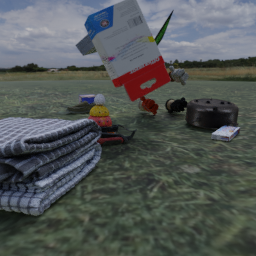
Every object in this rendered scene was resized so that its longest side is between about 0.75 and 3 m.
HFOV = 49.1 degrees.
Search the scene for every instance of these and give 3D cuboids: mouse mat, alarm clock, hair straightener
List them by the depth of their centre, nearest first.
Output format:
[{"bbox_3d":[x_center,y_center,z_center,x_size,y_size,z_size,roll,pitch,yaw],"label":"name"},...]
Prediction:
[{"bbox_3d":[-0.797,0.083,8.283,2.280,0.466,0.877,-6,54,-25],"label":"hair straightener"},{"bbox_3d":[3.339,-0.706,11.321,1.969,0.972,2.919,4,15,8],"label":"alarm clock"},{"bbox_3d":[1.249,-3.767,12.329,0.093,2.462,1.981,29,-16,2],"label":"mouse mat"}]

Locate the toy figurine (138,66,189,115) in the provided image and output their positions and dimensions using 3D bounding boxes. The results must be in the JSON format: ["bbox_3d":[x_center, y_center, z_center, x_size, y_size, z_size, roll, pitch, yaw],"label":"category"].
[{"bbox_3d":[1.675,-1.834,13.641,2.377,2.340,1.654,-3,7,-15],"label":"toy figurine"}]

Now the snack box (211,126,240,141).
[{"bbox_3d":[3.319,0.160,9.432,0.561,0.190,1.561,8,14,32],"label":"snack box"}]

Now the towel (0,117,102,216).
[{"bbox_3d":[-2.083,0.463,5.646,2.339,1.209,2.825,3,13,18],"label":"towel"}]

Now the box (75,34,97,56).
[{"bbox_3d":[-0.748,-4.088,11.993,2.217,0.586,2.844,-32,9,24],"label":"box"}]

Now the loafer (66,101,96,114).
[{"bbox_3d":[-2.242,-1.082,14.128,1.786,0.622,0.671,-6,14,-26],"label":"loafer"}]

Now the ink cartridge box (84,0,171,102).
[{"bbox_3d":[0.011,-2.502,9.261,1.707,2.938,0.988,-29,12,-14],"label":"ink cartridge box"}]

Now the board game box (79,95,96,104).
[{"bbox_3d":[-2.376,-1.622,16.702,0.956,0.580,1.199,-4,14,-17],"label":"board game box"}]

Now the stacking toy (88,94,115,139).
[{"bbox_3d":[-0.930,-0.363,8.928,1.046,1.431,1.046,-1,13,0],"label":"stacking toy"}]
